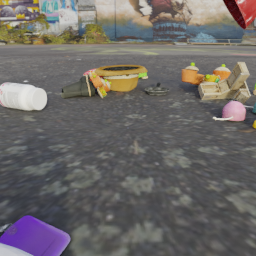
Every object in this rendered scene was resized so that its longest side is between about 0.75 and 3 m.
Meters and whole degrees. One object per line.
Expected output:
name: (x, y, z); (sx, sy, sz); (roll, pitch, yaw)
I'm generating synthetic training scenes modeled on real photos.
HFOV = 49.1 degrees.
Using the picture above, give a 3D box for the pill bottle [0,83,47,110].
pill bottle: (-3.608, -1.062, 9.580); (1.525, 0.864, 0.864); (9, 22, 24)

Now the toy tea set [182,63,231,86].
toy tea set: (3.391, -2.360, 12.077); (1.694, 1.054, 2.848); (13, 9, 31)

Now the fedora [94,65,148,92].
fedora: (-0.319, -2.231, 12.610); (2.462, 1.004, 2.462); (-1, 21, 0)

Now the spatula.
spatula: (-1.974, 1.355, 3.828); (2.384, 0.245, 0.674); (7, 23, 18)

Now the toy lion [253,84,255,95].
toy lion: (5.603, -1.723, 11.345); (0.327, 0.912, 0.952); (-11, 22, -28)

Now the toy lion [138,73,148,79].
toy lion: (0.249, -3.024, 15.730); (1.389, 0.498, 1.449); (-13, 23, -13)

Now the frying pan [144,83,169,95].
frying pan: (1.146, -1.700, 12.218); (1.075, 0.289, 1.777); (-3, 18, -11)

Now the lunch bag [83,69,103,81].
lunch bag: (-1.398, -2.540, 14.093); (1.595, 0.653, 1.405); (8, 26, 22)

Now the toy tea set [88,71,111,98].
toy tea set: (-1.027, -1.822, 11.258); (0.678, 1.089, 1.832); (-29, 23, -2)

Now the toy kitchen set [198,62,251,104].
toy kitchen set: (3.611, -1.474, 10.407); (1.343, 1.489, 1.215); (-3, 61, -9)

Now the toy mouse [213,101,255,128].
toy mouse: (3.945, -0.582, 8.707); (2.885, 0.558, 2.564); (0, 20, 1)

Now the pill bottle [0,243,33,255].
pill bottle: (-0.864, 1.790, 0.757); (1.496, 1.496, 2.694); (-5, 21, -13)

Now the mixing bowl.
mixing bowl: (2.847, -3.242, 6.826); (0.773, 1.428, 1.428); (-31, 11, 19)

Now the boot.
boot: (-2.228, -1.775, 11.867); (1.343, 0.752, 1.942); (-11, 21, -14)
